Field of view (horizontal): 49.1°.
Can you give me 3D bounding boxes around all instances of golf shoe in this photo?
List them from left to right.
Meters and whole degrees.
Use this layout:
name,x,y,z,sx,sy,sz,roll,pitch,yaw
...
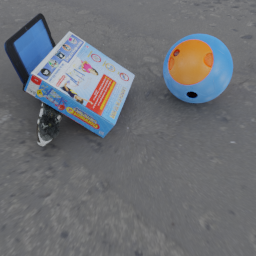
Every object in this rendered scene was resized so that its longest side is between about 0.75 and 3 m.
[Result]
name,x,y,z,sx,sy,sz,roll,pitch,yaw
golf shoe,-2.422,-0.348,8.603,0.786,0.956,2.023,25,43,-18

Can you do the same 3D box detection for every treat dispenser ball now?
name,x,y,z,sx,sy,sz,roll,pitch,yaw
treat dispenser ball,2.319,-1.976,9.415,2.269,2.269,2.269,0,43,0

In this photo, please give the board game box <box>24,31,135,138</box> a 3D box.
name,x,y,z,sx,sy,sz,roll,pitch,yaw
board game box,-1.370,-1.480,9.028,2.724,0.777,2.782,32,44,-12

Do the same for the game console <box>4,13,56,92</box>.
name,x,y,z,sx,sy,sz,roll,pitch,yaw
game console,-2.671,-2.472,9.990,2.340,1.622,2.742,22,45,-4
